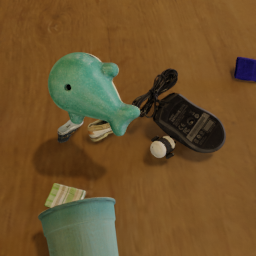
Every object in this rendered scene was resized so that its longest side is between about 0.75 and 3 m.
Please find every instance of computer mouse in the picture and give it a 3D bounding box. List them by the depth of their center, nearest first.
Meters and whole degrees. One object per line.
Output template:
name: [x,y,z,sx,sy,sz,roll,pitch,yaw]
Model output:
computer mouse: [1.647,-0.316,8.456,2.800,0.738,1.939,41,76,10]

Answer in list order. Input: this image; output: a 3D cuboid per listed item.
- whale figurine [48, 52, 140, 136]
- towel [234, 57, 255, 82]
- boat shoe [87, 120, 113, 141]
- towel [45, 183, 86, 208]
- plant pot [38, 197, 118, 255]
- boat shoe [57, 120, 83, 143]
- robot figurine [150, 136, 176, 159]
whale figurine: [-0.815,-0.708,6.287,2.197,1.748,1.140,41,18,1]
towel: [4.426,-2.091,9.971,1.163,0.288,0.858,9,80,4]
boat shoe: [-0.567,-0.160,8.610,1.471,0.503,0.550,-33,33,-23]
towel: [-1.687,1.894,7.532,0.937,0.144,0.699,13,56,9]
plant pot: [-0.957,2.651,6.167,1.789,1.789,1.752,-12,65,-8]
boat shoe: [-1.798,0.060,8.628,0.357,0.459,1.010,33,40,19]
robot figurine: [1.011,0.541,8.074,0.627,0.521,0.835,15,27,40]
